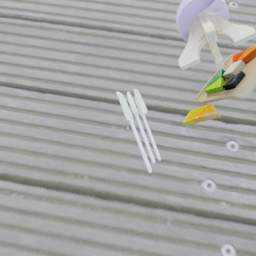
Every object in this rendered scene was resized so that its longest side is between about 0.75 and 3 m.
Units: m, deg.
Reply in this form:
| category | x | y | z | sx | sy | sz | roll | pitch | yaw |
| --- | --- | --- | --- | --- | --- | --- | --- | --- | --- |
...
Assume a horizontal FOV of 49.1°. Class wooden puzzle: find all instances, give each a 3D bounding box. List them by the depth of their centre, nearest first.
| category | x | y | z | sx | sy | sz | roll | pitch | yaw |
| --- | --- | --- | --- | --- | --- | --- | --- | --- | --- |
| wooden puzzle | 2.482 | -1.283 | 6.491 | 0.341 | 1.969 | 2.918 | 42 | 76 | -14 |

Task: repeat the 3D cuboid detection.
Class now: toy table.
| category | x | y | z | sx | sy | sz | roll | pitch | yaw |
| --- | --- | --- | --- | --- | --- | --- | --- | --- | --- |
| toy table | 1.615 | -1.848 | 5.551 | 1.471 | 1.601 | 0.937 | -27 | 65 | 30 |

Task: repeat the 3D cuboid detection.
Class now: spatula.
| category | x | y | z | sx | sy | sz | roll | pitch | yaw |
| --- | --- | --- | --- | --- | --- | --- | --- | --- | --- |
| spatula | 0.206 | 0.001 | 3.891 | 0.091 | 0.789 | 1.135 | -22 | 91 | 21 |
